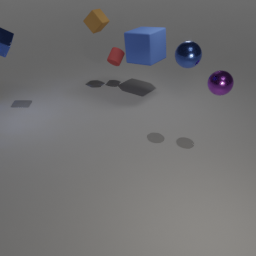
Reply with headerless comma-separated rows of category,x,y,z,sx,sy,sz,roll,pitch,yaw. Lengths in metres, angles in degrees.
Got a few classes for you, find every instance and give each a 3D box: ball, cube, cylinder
ball,1.583,-1.920,7.350,0.700,0.700,0.700,0,31,0
ball,2.580,-1.254,7.819,0.700,0.700,0.700,0,31,0
cube,0.820,-3.814,12.955,1.400,1.400,1.400,16,36,34
cube,-4.734,-3.197,10.374,0.700,0.700,0.700,19,56,-30
cube,-1.378,-4.689,12.274,0.700,0.700,0.700,-35,7,36
cylinder,-0.614,-3.600,14.161,0.700,0.700,0.700,23,-8,3
